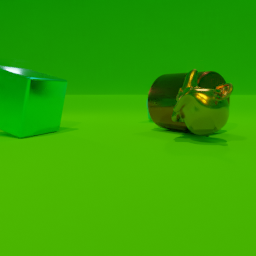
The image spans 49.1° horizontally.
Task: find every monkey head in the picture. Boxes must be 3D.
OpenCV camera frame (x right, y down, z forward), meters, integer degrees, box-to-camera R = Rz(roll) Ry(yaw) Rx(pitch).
[{"bbox_3d":[1.414,-0.483,5.258,0.998,1.192,1.657,16,-25,10],"label":"monkey head"}]

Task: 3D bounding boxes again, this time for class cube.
[{"bbox_3d":[-2.322,-0.623,6.306,1.259,1.259,1.259,18,13,22],"label":"cube"}]

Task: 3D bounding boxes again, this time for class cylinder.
[{"bbox_3d":[1.403,-0.602,6.564,1.381,1.381,1.381,-6,10,-38],"label":"cylinder"}]

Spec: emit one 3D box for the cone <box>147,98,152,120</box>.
[{"bbox_3d":[0.897,-0.503,9.237,1.070,1.070,1.074,-3,-19,-22],"label":"cone"}]
